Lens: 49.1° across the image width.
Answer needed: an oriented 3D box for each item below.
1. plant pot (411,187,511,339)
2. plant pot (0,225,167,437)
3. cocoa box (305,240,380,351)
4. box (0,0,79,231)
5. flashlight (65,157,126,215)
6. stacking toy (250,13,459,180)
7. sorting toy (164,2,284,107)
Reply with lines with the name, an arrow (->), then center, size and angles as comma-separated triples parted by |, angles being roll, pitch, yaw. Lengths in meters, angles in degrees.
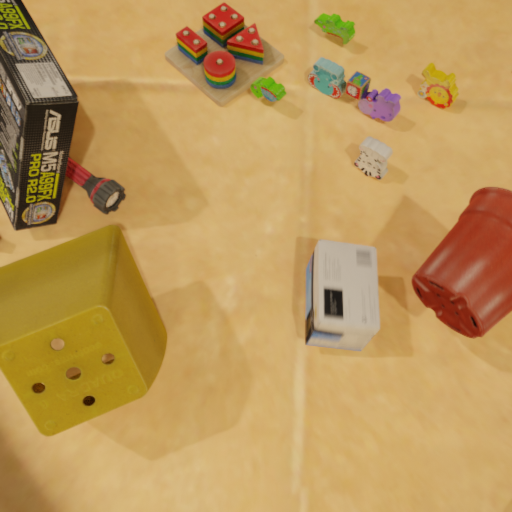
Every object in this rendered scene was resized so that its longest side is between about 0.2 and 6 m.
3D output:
plant pot -> 3.247, 0.180, 8.046 | 1.652, 1.698, 1.698 | -42, 71, -11
plant pot -> -2.509, 1.140, 7.816 | 2.173, 2.174, 1.917 | -22, 23, -7
cocoa box -> 1.345, 0.648, 8.981 | 0.985, 0.969, 1.477 | 7, 58, -5
box -> -4.356, -2.778, 9.743 | 0.820, 2.966, 3.702 | -17, 62, -35
flashlight -> -3.293, -1.508, 10.409 | 1.844, 0.624, 0.627 | 36, 36, 11
stacking toy -> 1.942, -3.317, 11.290 | 3.448, 0.810, 2.600 | 35, 68, 18
sorting toy -> -0.675, -4.342, 11.782 | 1.857, 0.646, 1.846 | -40, 71, -17
